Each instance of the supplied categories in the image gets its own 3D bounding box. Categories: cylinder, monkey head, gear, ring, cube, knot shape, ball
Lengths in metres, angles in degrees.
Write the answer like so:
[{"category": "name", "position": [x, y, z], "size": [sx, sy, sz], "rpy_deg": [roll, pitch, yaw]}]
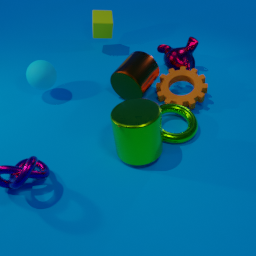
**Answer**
[{"category": "cylinder", "position": [0.231, -1.675, 9.124], "size": [1.204, 1.204, 1.204], "rpy_deg": [23, 57, 23]}, {"category": "cylinder", "position": [0.248, 0.089, 7.219], "size": [1.265, 1.265, 1.265], "rpy_deg": [-5, 37, 4]}, {"category": "monkey head", "position": [1.957, -2.700, 10.328], "size": [1.102, 1.315, 1.828], "rpy_deg": [-12, 49, -36]}, {"category": "gear", "position": [1.751, -1.309, 9.179], "size": [1.623, 0.300, 1.623], "rpy_deg": [-5, 57, 8]}, {"category": "ring", "position": [1.321, -0.163, 8.191], "size": [1.453, 0.291, 1.453], "rpy_deg": [2, 51, -2]}, {"category": "cube", "position": [-1.034, -4.190, 11.341], "size": [0.786, 0.786, 0.786], "rpy_deg": [-2, 60, -8]}, {"category": "knot shape", "position": [-2.545, 1.061, 6.513], "size": [1.204, 1.287, 0.595], "rpy_deg": [-17, 89, 1]}, {"category": "ball", "position": [-2.792, -1.709, 9.070], "size": [0.952, 0.952, 0.952], "rpy_deg": [0, 43, 0]}]
